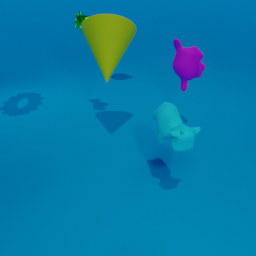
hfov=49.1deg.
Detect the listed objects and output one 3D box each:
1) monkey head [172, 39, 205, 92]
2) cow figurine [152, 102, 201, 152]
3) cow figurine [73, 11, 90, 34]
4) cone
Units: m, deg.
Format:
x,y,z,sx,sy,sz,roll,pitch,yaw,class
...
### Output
x,y,z,sx,sy,sz,roll,pitch,yaw,class
1.477,-1.668,7.379,0.809,1.343,0.966,-17,12,-24,monkey head
0.838,-0.054,5.120,0.578,1.036,1.053,-8,72,-15,cow figurine
-1.147,-2.801,7.629,0.891,0.497,0.905,22,31,1,cow figurine
-0.482,-1.738,6.691,1.345,1.350,1.345,1,-9,0,cone
